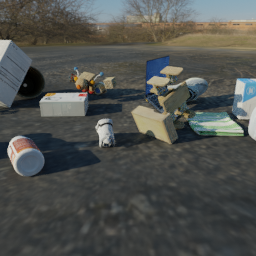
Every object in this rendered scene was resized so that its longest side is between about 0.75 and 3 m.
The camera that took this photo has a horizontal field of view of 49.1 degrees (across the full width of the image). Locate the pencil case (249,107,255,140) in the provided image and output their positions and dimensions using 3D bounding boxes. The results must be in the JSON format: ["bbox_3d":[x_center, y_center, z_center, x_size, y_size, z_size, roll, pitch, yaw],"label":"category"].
[{"bbox_3d":[4.193,0.201,6.520,1.248,1.144,2.751,-6,21,-21],"label":"pencil case"}]

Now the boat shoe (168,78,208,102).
[{"bbox_3d":[2.366,-1.390,11.467,2.597,0.906,0.925,-15,32,-22],"label":"boat shoe"}]

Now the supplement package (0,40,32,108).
[{"bbox_3d":[-5.041,-2.119,10.921,1.349,2.224,1.332,10,-19,24],"label":"supplement package"}]

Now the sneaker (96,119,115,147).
[{"bbox_3d":[-0.626,0.213,7.562,0.443,0.678,1.179,-3,-14,-10],"label":"sneaker"}]

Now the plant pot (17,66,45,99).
[{"bbox_3d":[-4.526,-1.982,12.527,1.411,1.411,1.224,-10,6,-25],"label":"plant pot"}]

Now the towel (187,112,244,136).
[{"bbox_3d":[2.677,-0.175,8.900,1.466,0.225,1.922,0,20,3],"label":"towel"}]

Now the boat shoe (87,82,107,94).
[{"bbox_3d":[-1.552,-1.854,13.076,0.464,0.560,1.560,-21,24,-33],"label":"boat shoe"}]

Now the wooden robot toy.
[{"bbox_3d":[-1.640,-1.704,11.209,2.220,0.978,1.008,14,36,17],"label":"wooden robot toy"}]

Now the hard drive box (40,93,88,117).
[{"bbox_3d":[-2.284,-0.863,10.246,1.543,0.593,1.203,-1,21,-3],"label":"hard drive box"}]

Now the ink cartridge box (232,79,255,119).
[{"bbox_3d":[4.841,-0.979,9.536,2.205,1.279,0.748,0,21,-1],"label":"ink cartridge box"}]

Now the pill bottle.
[{"bbox_3d":[-2.308,0.573,6.243,0.626,0.626,1.117,-11,23,-28],"label":"pill bottle"}]

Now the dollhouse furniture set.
[{"bbox_3d":[1.266,-0.583,8.088,1.890,1.656,1.255,-41,37,-23],"label":"dollhouse furniture set"}]

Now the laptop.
[{"bbox_3d":[1.431,-1.410,9.764,1.871,1.084,1.752,46,37,12],"label":"laptop"}]
